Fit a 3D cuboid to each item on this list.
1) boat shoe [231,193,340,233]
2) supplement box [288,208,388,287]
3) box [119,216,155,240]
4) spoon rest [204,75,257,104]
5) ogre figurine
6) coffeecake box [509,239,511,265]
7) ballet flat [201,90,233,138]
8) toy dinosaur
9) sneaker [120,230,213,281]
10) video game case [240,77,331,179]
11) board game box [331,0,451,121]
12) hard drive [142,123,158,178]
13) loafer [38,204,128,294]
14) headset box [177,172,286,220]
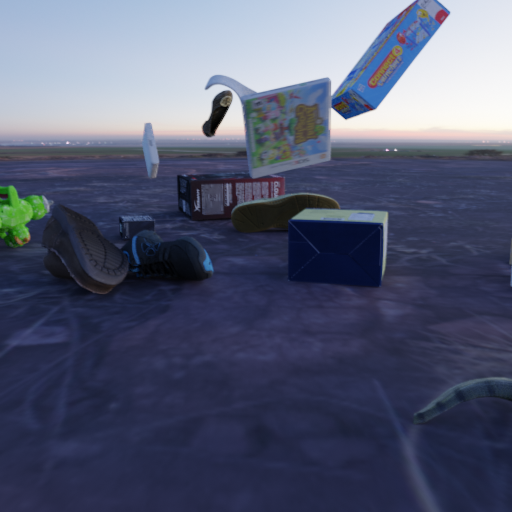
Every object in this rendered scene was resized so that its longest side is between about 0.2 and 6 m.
[{"bbox_3d":[0.711,-1.076,13.808,2.648,0.966,0.833,-7,18,0],"label":"boat shoe"},{"bbox_3d":[1.438,-0.199,9.590,1.535,1.030,1.533,4,13,16],"label":"supplement box"},{"bbox_3d":[-2.750,-0.653,12.926,0.740,0.460,0.746,-4,13,-18],"label":"box"},{"bbox_3d":[-0.208,-2.917,10.666,1.566,0.778,0.475,30,-26,-21],"label":"spoon rest"},{"bbox_3d":[-5.515,-0.798,11.799,1.587,1.298,2.646,-6,-3,30],"label":"ogre figurine"},{"bbox_3d":[5.493,-0.123,10.421,1.098,0.523,1.430,10,16,37],"label":"coffeecake box"},{"bbox_3d":[-0.962,-3.494,13.961,0.544,0.374,1.615,-5,-25,-30],"label":"ballet flat"},{"bbox_3d":[2.752,1.144,4.759,2.655,0.630,1.170,1,19,20],"label":"toy dinosaur"},{"bbox_3d":[-1.556,0.140,9.229,2.131,0.780,0.873,8,34,46],"label":"sneaker"},{"bbox_3d":[0.526,-2.050,9.157,1.436,1.577,0.174,-14,48,-6],"label":"video game case"},{"bbox_3d":[2.462,-3.772,10.925,0.609,2.180,2.135,37,3,-9],"label":"board game box"},{"bbox_3d":[-2.169,-2.129,11.451,0.166,0.821,1.244,-11,-3,-13],"label":"hard drive"},{"bbox_3d":[-2.933,0.036,9.310,1.003,0.975,2.747,29,5,-35],"label":"loafer"},{"bbox_3d":[-0.645,-1.814,16.482,3.036,1.172,2.259,-5,14,-15],"label":"headset box"}]
